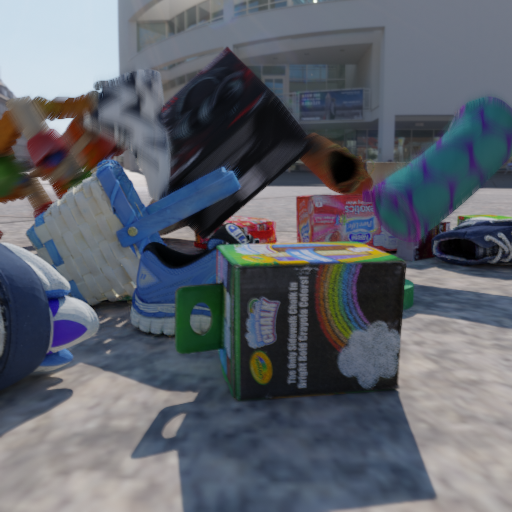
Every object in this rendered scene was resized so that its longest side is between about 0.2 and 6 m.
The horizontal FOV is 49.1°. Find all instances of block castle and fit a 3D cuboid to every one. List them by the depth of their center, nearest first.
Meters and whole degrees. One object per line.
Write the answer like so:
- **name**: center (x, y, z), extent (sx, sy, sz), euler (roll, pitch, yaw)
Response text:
- **block castle**: center (-3.968, -1.435, 10.543), extent (3.401, 1.596, 2.273), euler (-36, -5, 35)

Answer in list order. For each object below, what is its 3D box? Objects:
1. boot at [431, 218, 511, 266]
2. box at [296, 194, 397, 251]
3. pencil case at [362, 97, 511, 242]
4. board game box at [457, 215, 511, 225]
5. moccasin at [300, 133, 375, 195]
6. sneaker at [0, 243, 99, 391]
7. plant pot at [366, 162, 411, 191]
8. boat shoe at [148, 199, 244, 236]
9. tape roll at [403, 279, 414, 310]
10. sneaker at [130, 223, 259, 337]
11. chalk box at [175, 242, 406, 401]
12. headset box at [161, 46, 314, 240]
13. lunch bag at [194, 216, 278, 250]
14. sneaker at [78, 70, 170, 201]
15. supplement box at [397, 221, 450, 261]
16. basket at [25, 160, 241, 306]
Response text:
- **boot**: center (4.107, -0.127, 8.892), extent (1.125, 0.906, 2.490), euler (-19, 13, -36)
- **box**: center (1.930, -0.632, 10.737), extent (2.165, 1.111, 1.025), euler (-3, 6, -14)
- **pencil case**: center (2.828, -1.310, 8.423), extent (1.108, 2.397, 1.020), euler (44, -14, 22)
- **board game box**: center (5.730, -0.685, 13.252), extent (0.942, 0.442, 1.855), euler (-3, 9, -16)
- **moccasin**: center (1.730, -1.676, 10.905), extent (0.881, 0.835, 2.283), euler (35, 2, 37)
- **sneaker**: center (-1.789, 0.483, 3.432), extent (2.089, 1.149, 2.853), euler (0, 13, -41)
- **plant pot**: center (3.784, -1.644, 15.104), extent (1.645, 1.757, 1.645), euler (0, 9, 0)
- **boat shoe**: center (-1.798, -1.159, 12.527), extent (3.102, 1.114, 1.175), euler (-18, 10, -4)
- **tape roll**: center (1.321, 0.430, 6.712), extent (1.093, 0.263, 1.093), euler (1, 9, 0)
- **sneaker**: center (-0.068, 0.235, 5.367), extent (2.390, 1.065, 0.939), euler (2, 9, 8)
- **chalk box**: center (0.180, 0.440, 4.272), extent (1.591, 0.993, 0.986), euler (0, 9, -10)
- **headset box**: center (-0.814, -2.385, 10.939), extent (2.637, 1.368, 3.543), euler (-39, 38, 9)
- **lunch bag**: center (-0.308, -0.449, 11.038), extent (1.402, 0.652, 1.591), euler (6, 10, 32)
- **sneaker**: center (-2.040, -1.825, 8.681), extent (1.300, 1.997, 0.797), euler (-6, 14, -10)
- **supplement box**: center (3.023, -0.283, 10.068), extent (1.162, 0.632, 0.354), euler (-8, 12, -39)
- **basket**: center (-1.353, -0.441, 6.887), extent (2.398, 1.668, 2.115), euler (-31, 11, 1)
